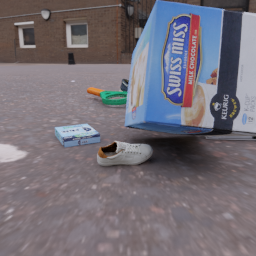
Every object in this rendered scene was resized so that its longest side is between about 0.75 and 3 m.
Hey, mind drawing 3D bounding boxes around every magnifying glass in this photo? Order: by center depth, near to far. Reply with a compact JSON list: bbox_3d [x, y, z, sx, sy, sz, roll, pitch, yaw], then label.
[{"bbox_3d":[-0.908,-1.375,11.776,1.156,0.325,2.905,-20,27,-30],"label":"magnifying glass"}]

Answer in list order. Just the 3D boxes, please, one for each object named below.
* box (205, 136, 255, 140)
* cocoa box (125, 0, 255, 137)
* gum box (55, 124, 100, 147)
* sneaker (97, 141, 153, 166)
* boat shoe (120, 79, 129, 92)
[{"bbox_3d":[2.908,-0.109,7.185,1.914,0.576,1.117,1,15,5],"label":"box"},{"bbox_3d":[1.080,-0.874,5.668,1.946,1.978,2.966,7,-2,-6],"label":"cocoa box"},{"bbox_3d":[-1.261,0.164,6.895,0.870,0.228,1.024,-7,17,-25],"label":"gum box"},{"bbox_3d":[-0.028,0.446,5.260,1.091,0.462,0.397,-9,51,-14],"label":"sneaker"},{"bbox_3d":[0.525,-1.545,11.785,2.090,0.646,0.782,29,34,36],"label":"boat shoe"}]
